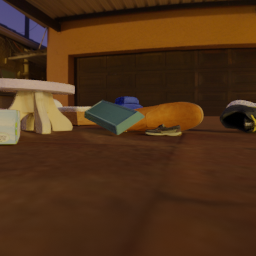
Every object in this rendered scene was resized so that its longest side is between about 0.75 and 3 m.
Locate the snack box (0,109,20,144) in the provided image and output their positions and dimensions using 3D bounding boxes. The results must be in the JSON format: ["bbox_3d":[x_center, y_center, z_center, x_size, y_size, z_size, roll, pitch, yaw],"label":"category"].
[{"bbox_3d":[-3.399,-0.077,6.149,1.901,0.763,2.254,0,2,-19],"label":"snack box"}]

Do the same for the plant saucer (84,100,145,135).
[{"bbox_3d":[-0.580,-0.435,8.845,0.977,0.265,2.794,-34,25,-17],"label":"plant saucer"}]

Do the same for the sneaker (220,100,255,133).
[{"bbox_3d":[4.162,-0.199,8.544,2.828,1.053,1.197,5,26,45],"label":"sneaker"}]

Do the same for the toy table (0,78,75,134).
[{"bbox_3d":[-3.160,-0.682,9.323,2.805,1.643,2.578,-1,3,-23],"label":"toy table"}]

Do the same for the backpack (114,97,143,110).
[{"bbox_3d":[-0.149,-0.917,15.249,1.473,1.521,1.812,7,-4,-27],"label":"backpack"}]

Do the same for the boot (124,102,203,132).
[{"bbox_3d":[0.740,-0.226,8.910,2.781,0.979,1.991,-3,6,42],"label":"boot"}]

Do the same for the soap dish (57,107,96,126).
[{"bbox_3d":[-2.509,-0.630,14.605,1.847,0.954,2.348,-3,4,-43],"label":"soap dish"}]

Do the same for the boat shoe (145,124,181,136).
[{"bbox_3d":[0.980,0.052,7.838,1.020,0.331,0.373,1,3,15],"label":"boat shoe"}]

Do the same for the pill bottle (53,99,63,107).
[{"bbox_3d":[-4.580,-0.965,16.311,1.423,1.423,2.570,-2,3,-28],"label":"pill bottle"}]
